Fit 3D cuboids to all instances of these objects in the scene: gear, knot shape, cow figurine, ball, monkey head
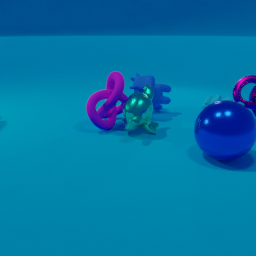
[{"bbox_3d":[2.705,-0.454,7.715,1.290,0.239,1.290,27,-13,7],"label":"gear"},{"bbox_3d":[-0.570,-0.642,7.930,0.776,1.679,1.571,23,49,15],"label":"knot shape"},{"bbox_3d":[0.641,-1.136,9.001,1.476,0.823,1.500,10,-18,-15],"label":"cow figurine"},{"bbox_3d":[3.779,-0.941,8.132,1.436,1.534,0.709,31,44,22],"label":"knot shape"},{"bbox_3d":[2.078,0.053,6.017,1.293,1.293,1.293,0,20,0],"label":"ball"},{"bbox_3d":[0.406,-0.386,7.395,1.133,0.949,1.575,26,47,-1],"label":"monkey head"}]
